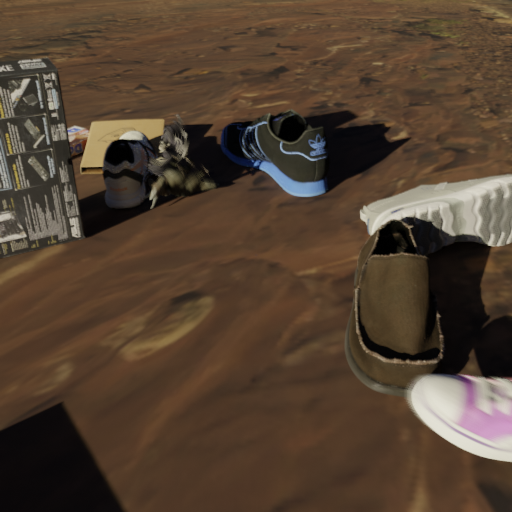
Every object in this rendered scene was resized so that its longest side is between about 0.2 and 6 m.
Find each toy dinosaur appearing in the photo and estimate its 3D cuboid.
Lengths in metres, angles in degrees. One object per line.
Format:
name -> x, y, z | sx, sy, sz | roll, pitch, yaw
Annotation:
toy dinosaur -> -1.382, -1.369, 10.191 | 1.576, 0.806, 0.607 | -8, 54, -53

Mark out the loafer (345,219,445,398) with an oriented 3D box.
loafer -> 1.611, 0.465, 6.758 | 1.075, 1.050, 2.945 | 2, 31, 3

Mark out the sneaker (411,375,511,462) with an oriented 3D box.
sneaker -> 2.532, 1.228, 4.882 | 2.111, 1.203, 0.765 | 16, 34, 5

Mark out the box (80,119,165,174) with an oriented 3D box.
box -> -2.816, -2.370, 12.022 | 1.633, 0.212, 1.997 | -2, 41, -5

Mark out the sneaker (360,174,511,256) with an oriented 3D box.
sneaker -> 3.122, -0.833, 8.852 | 3.079, 1.151, 1.263 | -9, 32, -13

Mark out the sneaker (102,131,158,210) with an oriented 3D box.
sneaker -> -2.370, -1.875, 10.568 | 0.885, 0.960, 2.400 | -4, 37, -3

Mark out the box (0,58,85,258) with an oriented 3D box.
box -> -3.778, -1.274, 8.033 | 2.168, 2.750, 0.684 | -16, 38, -25

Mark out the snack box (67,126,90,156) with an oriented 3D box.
snack box -> -4.515, -2.252, 12.054 | 0.899, 0.304, 2.502 | 17, 35, 26

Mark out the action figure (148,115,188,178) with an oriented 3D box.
action figure -> -1.392, -1.819, 9.352 | 0.514, 1.008, 0.599 | 27, 14, -15

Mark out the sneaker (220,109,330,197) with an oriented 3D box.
sneaker -> 0.337, -2.378, 11.283 | 1.178, 1.309, 3.359 | -20, 36, -28
